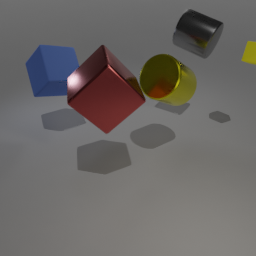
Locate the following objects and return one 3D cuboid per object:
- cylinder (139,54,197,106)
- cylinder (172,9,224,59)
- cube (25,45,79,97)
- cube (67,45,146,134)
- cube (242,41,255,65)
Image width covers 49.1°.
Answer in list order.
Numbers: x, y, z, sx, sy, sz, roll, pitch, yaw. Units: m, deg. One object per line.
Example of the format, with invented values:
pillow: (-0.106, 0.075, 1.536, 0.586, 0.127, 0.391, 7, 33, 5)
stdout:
cylinder: (1.296, -1.486, 8.930, 1.400, 1.400, 1.400, 22, 8, 33)
cylinder: (2.621, -3.529, 10.536, 1.400, 1.400, 1.400, 31, 40, 18)
cube: (-2.736, -2.072, 10.373, 1.400, 1.400, 1.400, -9, -11, -43)
cube: (-0.606, -1.007, 7.305, 1.400, 1.400, 1.400, -40, 33, 16)
cube: (4.584, -2.612, 9.892, 0.700, 0.700, 0.700, -1, 20, -43)
